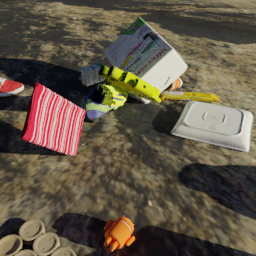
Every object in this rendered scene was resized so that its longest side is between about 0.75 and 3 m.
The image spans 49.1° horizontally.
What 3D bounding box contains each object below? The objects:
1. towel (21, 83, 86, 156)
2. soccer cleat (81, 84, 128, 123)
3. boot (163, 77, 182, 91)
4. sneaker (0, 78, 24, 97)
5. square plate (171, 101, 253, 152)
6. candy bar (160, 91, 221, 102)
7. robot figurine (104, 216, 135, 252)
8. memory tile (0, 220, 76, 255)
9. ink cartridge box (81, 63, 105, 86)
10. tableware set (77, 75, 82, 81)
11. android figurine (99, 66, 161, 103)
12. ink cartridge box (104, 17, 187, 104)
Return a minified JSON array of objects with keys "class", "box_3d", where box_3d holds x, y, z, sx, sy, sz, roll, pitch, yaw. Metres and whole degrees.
[{"class":"towel","box_3d":[-1.884,-0.150,7.464,0.229,2.036,1.472,2,74,30]},{"class":"soccer cleat","box_3d":[-0.755,-1.206,10.344,0.874,1.130,2.702,17,36,24]},{"class":"boot","box_3d":[1.298,-2.099,12.224,2.142,0.804,1.148,23,26,33]},{"class":"sneaker","box_3d":[-5.533,-2.009,11.432,2.309,1.298,0.822,-3,33,-4]},{"class":"square plate","box_3d":[2.965,-0.231,9.580,2.437,0.347,2.414,13,35,20]},{"class":"candy bar","box_3d":[2.468,-1.252,11.221,2.398,0.266,0.598,3,29,6]},{"class":"robot figurine","box_3d":[-0.173,2.163,5.779,0.553,0.448,0.768,0,28,37]},{"class":"memory tile","box_3d":[-2.153,2.708,5.179,1.606,0.176,2.095,24,41,32]},{"class":"ink cartridge box","box_3d":[-1.577,-2.395,12.549,1.017,0.746,0.422,-27,41,-36]},{"class":"tableware set","box_3d":[-1.922,-2.329,12.996,0.764,0.153,0.505,-24,43,-31]},{"class":"android figurine","box_3d":[0.142,-1.336,8.928,2.140,0.439,1.948,26,-3,-33]},{"class":"ink cartridge box","box_3d":[0.602,-2.765,11.273,2.159,1.252,2.982,-42,48,12]}]
